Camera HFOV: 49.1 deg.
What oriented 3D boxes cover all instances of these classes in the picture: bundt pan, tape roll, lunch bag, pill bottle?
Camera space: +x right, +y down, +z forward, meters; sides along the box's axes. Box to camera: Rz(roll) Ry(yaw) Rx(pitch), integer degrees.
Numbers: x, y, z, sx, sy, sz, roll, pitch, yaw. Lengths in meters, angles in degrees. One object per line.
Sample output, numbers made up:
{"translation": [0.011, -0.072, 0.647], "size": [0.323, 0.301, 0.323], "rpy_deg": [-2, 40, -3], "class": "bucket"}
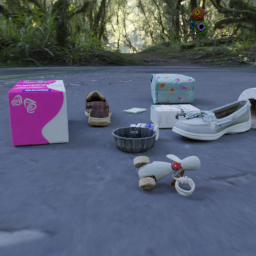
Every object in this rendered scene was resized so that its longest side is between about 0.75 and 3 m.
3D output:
{"translation": [0.161, 0.310, 7.219], "size": [1.166, 0.438, 1.166], "rpy_deg": [1, 16, 0], "class": "bundt pan"}
{"translation": [4.385, -0.680, 9.189], "size": [0.902, 1.314, 1.314], "rpy_deg": [-8, 17, -24], "class": "tape roll"}
{"translation": [2.143, -2.036, 14.023], "size": [1.951, 1.396, 2.290], "rpy_deg": [-1, 21, -2], "class": "lunch bag"}
{"translation": [0.458, 0.105, 7.912], "size": [0.770, 0.461, 0.461], "rpy_deg": [5, 16, 17], "class": "pill bottle"}

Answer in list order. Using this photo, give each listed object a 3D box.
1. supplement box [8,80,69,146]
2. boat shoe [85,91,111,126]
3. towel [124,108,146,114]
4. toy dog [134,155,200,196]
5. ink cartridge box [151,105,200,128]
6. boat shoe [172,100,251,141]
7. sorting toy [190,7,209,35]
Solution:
{"translation": [-2.652, -0.603, 8.589], "size": [1.473, 1.505, 2.911], "rpy_deg": [-3, 17, -15], "class": "supplement box"}
{"translation": [-1.124, -0.872, 10.399], "size": [1.028, 1.025, 2.849], "rpy_deg": [-2, 15, -6], "class": "boat shoe"}
{"translation": [0.290, -0.731, 11.659], "size": [0.656, 0.101, 0.860], "rpy_deg": [9, 18, 32], "class": "towel"}
{"translation": [0.687, 0.821, 5.176], "size": [1.198, 0.790, 0.577], "rpy_deg": [8, -22, 13], "class": "toy dog"}
{"translation": [1.584, -0.413, 9.515], "size": [1.453, 0.613, 1.062], "rpy_deg": [-2, 15, -8], "class": "ink cartridge box"}
{"translation": [2.570, -0.266, 8.347], "size": [2.930, 0.940, 1.080], "rpy_deg": [-8, 17, -26], "class": "boat shoe"}
{"translation": [2.449, -3.728, 9.763], "size": [0.577, 0.960, 0.394], "rpy_deg": [-17, 0, 19], "class": "sorting toy"}
